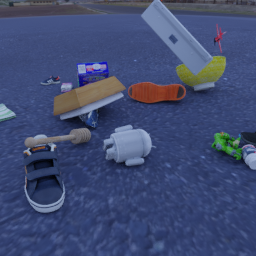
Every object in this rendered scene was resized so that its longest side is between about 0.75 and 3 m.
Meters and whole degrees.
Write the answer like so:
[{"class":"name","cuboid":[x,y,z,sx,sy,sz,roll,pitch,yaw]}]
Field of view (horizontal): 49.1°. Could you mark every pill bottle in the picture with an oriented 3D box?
[{"class":"pill bottle","cuboid":[3.898,0.925,8.828,0.477,0.477,0.798,2,29,3]}]

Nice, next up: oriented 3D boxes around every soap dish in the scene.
[{"class":"soap dish","cuboid":[-1.640,-1.286,11.647,2.012,1.039,2.558,-10,13,46]}]

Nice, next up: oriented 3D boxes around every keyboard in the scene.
[{"class":"keyboard","cuboid":[1.007,-1.924,5.904,1.779,0.501,0.095,50,30,8]}]

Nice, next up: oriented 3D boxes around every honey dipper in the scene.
[{"class":"honey dipper","cuboid":[-2.178,0.348,8.896,0.520,0.520,2.740,16,11,27]}]

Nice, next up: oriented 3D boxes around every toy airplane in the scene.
[{"class":"toy airplane","cuboid":[3.720,-3.730,11.434,0.222,1.205,1.205,5,25,39]}]

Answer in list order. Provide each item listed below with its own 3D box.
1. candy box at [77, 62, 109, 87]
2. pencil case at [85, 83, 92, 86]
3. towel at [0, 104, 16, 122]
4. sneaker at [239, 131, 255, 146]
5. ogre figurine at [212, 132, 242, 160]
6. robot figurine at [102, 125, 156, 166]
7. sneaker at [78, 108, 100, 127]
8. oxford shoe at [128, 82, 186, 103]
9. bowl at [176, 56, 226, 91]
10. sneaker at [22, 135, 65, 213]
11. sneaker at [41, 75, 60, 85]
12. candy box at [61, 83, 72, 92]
[{"class":"candy box","cuboid":[-1.783,-2.589,14.131,1.507,1.783,0.687,-6,73,-10]},{"class":"pencil case","cuboid":[-2.157,-1.661,13.496,0.688,0.688,1.573,14,31,24]},{"class":"towel","cuboid":[-5.655,-0.623,12.029,1.191,0.183,1.562,-23,36,-35]},{"class":"sneaker","cuboid":[4.753,0.258,9.617,1.815,0.744,0.665,7,22,2]},{"class":"ogre figurine","cuboid":[3.312,0.556,9.393,0.826,0.676,1.378,21,46,2]},{"class":"robot figurine","cuboid":[0.042,0.559,8.997,1.665,0.940,1.412,-11,66,-18]},{"class":"sneaker","cuboid":[-1.639,-0.487,11.388,0.818,0.740,1.921,-10,21,3]},{"class":"oxford shoe","cuboid":[1.372,-1.656,13.468,2.700,0.963,0.984,5,4,8]},{"class":"bowl","cuboid":[3.793,-2.659,14.280,2.504,1.347,2.504,-10,1,0]},{"class":"sneaker","cuboid":[-2.417,1.146,7.848,1.032,1.045,2.632,-9,31,-20]},{"class":"sneaker","cuboid":[-4.347,-2.698,15.627,1.055,0.446,0.395,-12,31,-21]},{"class":"candy box","cuboid":[-3.244,-2.151,14.819,0.533,0.238,0.781,-3,28,-5]}]
